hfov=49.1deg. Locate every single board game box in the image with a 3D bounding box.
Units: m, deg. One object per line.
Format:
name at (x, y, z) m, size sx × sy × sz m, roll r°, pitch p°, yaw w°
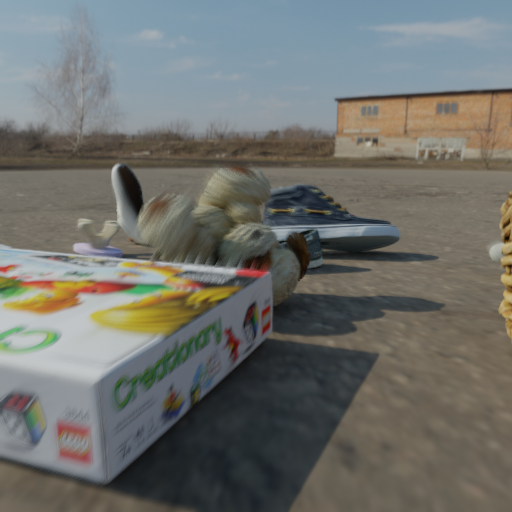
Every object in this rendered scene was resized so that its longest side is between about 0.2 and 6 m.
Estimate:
board game box at (-2.557, 0.644, 5.637) m, size 4.745 × 0.821 × 2.995 m, roll 4°, pitch 13°, yaw 21°

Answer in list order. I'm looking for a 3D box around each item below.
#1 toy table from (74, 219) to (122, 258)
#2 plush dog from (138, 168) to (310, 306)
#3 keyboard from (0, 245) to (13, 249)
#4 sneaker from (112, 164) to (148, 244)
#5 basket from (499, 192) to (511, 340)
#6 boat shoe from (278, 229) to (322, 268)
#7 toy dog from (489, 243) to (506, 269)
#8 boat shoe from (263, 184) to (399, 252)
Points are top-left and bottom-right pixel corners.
toy table at (-3.081, -0.355, 10.968) m, size 1.073 × 0.628 × 0.986 m, roll 9°, pitch 10°, yaw 16°
plush dog at (-0.317, 0.030, 7.642) m, size 1.914 × 1.788 × 2.229 m, roll 33°, pitch 40°, yaw 25°
keyboard at (-6.272, -0.204, 11.781) m, size 3.210 × 0.171 × 0.903 m, roll 9°, pitch 19°, yaw 39°
sneaker at (-2.797, -1.057, 11.949) m, size 0.756 × 1.787 × 0.650 m, roll -2°, pitch 23°, yaw 35°
basket at (4.524, 0.523, 5.331) m, size 3.890 × 2.898 × 2.777 m, roll 1°, pitch -21°, yaw 6°
boat shoe at (0.101, -0.131, 9.861) m, size 2.186 × 0.675 × 0.796 m, roll -2°, pitch 16°, yaw -9°
toy dog at (4.456, 0.035, 8.658) m, size 0.940 × 0.686 × 1.425 m, roll -11°, pitch -1°, yaw -31°
boat shoe at (1.458, -0.796, 11.176) m, size 2.719 × 1.234 × 0.962 m, roll 0°, pitch -19°, yaw 1°
